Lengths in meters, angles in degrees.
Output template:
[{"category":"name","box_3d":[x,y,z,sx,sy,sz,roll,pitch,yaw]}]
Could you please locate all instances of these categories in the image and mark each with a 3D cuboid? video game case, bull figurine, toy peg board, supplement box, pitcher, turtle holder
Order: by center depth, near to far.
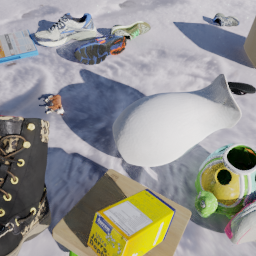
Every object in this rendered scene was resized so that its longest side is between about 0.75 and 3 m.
[{"category":"supplement box","box_3d":[0.086,1.621,4.591,0.693,0.697,1.273,32,27,35]},{"category":"toy peg board","box_3d":[-0.096,2.120,5.544,2.008,0.982,1.999,26,36,16]},{"category":"turtle holder","box_3d":[2.122,1.089,6.091,1.921,1.364,1.459,-11,49,-10]},{"category":"pitcher","box_3d":[1.216,-0.031,6.913,2.751,2.360,1.668,-22,68,14]},{"category":"bull figurine","box_3d":[-2.215,-0.675,8.468,0.523,0.280,0.861,-8,48,-8]},{"category":"video game case","box_3d":[-4.872,-3.026,10.692,2.505,0.223,1.793,-19,51,-17]}]

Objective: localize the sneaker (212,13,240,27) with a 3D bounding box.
[{"category":"sneaker","box_3d":[4.166,-4.528,12.002,1.187,0.457,0.506,29,63,33]}]

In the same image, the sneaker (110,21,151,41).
[{"category":"sneaker","box_3d":[0.148,-3.740,11.193,1.636,0.629,0.725,-14,60,-5]}]

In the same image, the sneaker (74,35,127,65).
[{"category":"sneaker","box_3d":[-1.073,-2.931,10.327,2.147,0.809,0.842,-26,45,-33]}]

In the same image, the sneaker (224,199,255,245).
[{"category":"sneaker","box_3d":[3.324,2.008,5.395,2.805,1.141,1.237,-5,45,-4]}]

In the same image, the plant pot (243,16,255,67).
[{"category":"plant pot","box_3d":[5.167,-2.907,9.748,1.666,1.668,1.477,6,58,6]}]

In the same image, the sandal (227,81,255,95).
[{"category":"sandal","box_3d":[3.515,-1.267,9.060,1.215,0.291,0.457,18,49,32]}]

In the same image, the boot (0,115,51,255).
[{"category":"boot","box_3d":[-2.092,0.912,4.686,1.086,2.969,2.235,2,89,10]}]

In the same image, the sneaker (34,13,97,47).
[{"category":"sneaker","box_3d":[-2.502,-3.977,11.002,2.478,1.056,0.955,-19,50,-16]}]
